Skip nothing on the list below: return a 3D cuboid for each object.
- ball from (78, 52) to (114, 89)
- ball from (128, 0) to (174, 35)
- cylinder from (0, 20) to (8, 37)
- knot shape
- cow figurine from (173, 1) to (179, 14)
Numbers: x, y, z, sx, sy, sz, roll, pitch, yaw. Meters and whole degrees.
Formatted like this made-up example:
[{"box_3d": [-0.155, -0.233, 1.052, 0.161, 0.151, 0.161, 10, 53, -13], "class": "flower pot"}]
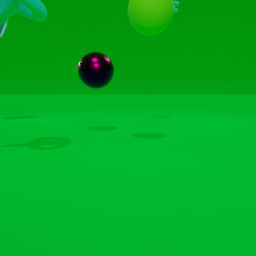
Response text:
[{"box_3d": [-0.877, -1.577, 7.676, 0.996, 0.996, 0.996, 0, 7, 0], "class": "ball"}, {"box_3d": [0.450, -2.321, 5.558, 0.912, 0.912, 0.912, 0, 7, 0], "class": "ball"}, {"box_3d": [-4.871, -3.975, 9.955, 1.079, 1.079, 1.079, 23, 3, -1], "class": "cylinder"}, {"box_3d": [-1.960, -2.142, 4.579, 1.539, 0.711, 1.440, -21, -7, 15], "class": "knot shape"}, {"box_3d": [1.311, -4.346, 10.045, 0.942, 0.526, 0.958, 6, 21, 2], "class": "cow figurine"}]
